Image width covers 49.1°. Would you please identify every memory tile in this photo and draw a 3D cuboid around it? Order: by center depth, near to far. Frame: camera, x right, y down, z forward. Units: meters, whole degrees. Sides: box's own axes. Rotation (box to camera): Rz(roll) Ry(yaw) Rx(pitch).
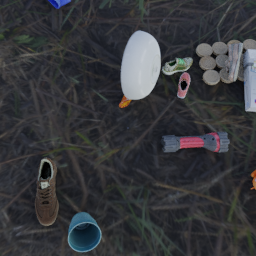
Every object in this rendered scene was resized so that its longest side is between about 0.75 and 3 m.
[{"bbox_3d":[4.556,-2.944,12.380,2.883,0.242,2.210,-6,66,-3],"label":"memory tile"}]

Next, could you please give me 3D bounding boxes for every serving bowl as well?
[{"bbox_3d":[0.668,-2.310,10.726,0.861,2.619,2.619,14,65,20],"label":"serving bowl"}]

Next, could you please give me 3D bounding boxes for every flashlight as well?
[{"bbox_3d":[2.492,0.576,10.446,2.366,0.801,0.804,-3,61,-3],"label":"flashlight"}]

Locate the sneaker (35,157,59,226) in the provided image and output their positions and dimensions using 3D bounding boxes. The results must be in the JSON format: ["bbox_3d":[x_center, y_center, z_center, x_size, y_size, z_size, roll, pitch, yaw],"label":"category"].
[{"bbox_3d":[-2.896,2.143,9.666,0.812,0.871,2.305,-7,65,-3],"label":"sneaker"}]

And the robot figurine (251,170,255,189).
[{"bbox_3d":[5.011,1.797,9.855,1.423,0.830,1.024,-39,75,-16],"label":"robot figurine"}]

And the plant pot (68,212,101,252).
[{"bbox_3d":[-1.443,3.247,9.013,1.017,0.956,1.017,-3,103,-15],"label":"plant pot"}]

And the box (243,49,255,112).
[{"bbox_3d":[5.900,-1.929,11.559,2.041,0.539,2.618,4,72,1],"label":"box"}]

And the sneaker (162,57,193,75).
[{"bbox_3d":[2.183,-2.777,12.088,1.461,0.647,0.562,-24,67,-11],"label":"sneaker"}]

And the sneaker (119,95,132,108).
[{"bbox_3d":[-0.073,-1.191,11.586,0.355,0.335,0.919,25,64,38],"label":"sneaker"}]

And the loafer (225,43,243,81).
[{"bbox_3d":[4.409,-2.798,11.881,0.648,0.741,2.061,10,59,22],"label":"loafer"}]

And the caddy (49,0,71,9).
[{"bbox_3d":[-3.650,-6.725,13.552,1.031,1.389,1.964,-33,68,-21],"label":"caddy"}]

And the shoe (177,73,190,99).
[{"bbox_3d":[2.370,-1.904,11.715,0.460,0.586,1.288,14,66,7],"label":"shoe"}]
